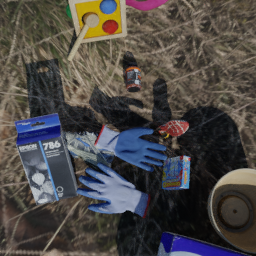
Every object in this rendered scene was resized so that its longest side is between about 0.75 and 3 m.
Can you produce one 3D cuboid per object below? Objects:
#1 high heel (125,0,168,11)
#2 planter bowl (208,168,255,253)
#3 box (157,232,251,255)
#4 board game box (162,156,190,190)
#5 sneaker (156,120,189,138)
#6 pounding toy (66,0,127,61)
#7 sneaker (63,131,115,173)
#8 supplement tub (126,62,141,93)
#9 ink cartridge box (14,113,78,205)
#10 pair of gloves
[{"bbox_3d":[0.255,-4.769,9.642,2.775,1.334,0.936,-13,71,-5],"label":"high heel"},{"bbox_3d":[2.930,2.133,7.253,1.948,1.311,1.948,0,71,-1],"label":"planter bowl"},{"bbox_3d":[1.870,4.257,6.366,2.757,1.573,2.998,15,71,4],"label":"box"},{"bbox_3d":[1.327,1.261,7.792,0.245,0.877,0.859,18,68,-27],"label":"board game box"},{"bbox_3d":[1.320,-0.051,8.104,0.503,1.224,0.477,-31,99,-29],"label":"sneaker"},{"bbox_3d":[-1.149,-3.543,9.045,2.134,1.965,1.517,-11,59,-4],"label":"pounding toy"},{"bbox_3d":[-1.327,0.457,8.176,2.139,0.824,0.911,31,70,0],"label":"sneaker"},{"bbox_3d":[0.169,-1.641,9.004,0.495,0.495,0.926,-2,71,-1],"label":"supplement tub"},{"bbox_3d":[-2.150,0.859,7.422,1.174,0.463,2.360,-13,110,-3],"label":"ink cartridge box"},{"bbox_3d":[-0.105,1.105,7.711,2.126,0.301,2.644,22,77,-10],"label":"pair of gloves"}]
